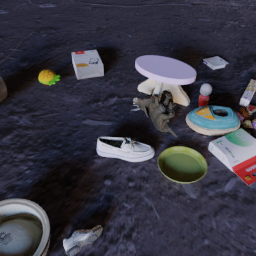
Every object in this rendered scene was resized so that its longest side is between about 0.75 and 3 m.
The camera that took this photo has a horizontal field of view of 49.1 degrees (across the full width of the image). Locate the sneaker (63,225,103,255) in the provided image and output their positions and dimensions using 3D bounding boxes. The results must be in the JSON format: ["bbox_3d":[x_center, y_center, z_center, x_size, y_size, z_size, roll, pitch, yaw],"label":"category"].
[{"bbox_3d":[-1.184,2.828,7.322,1.110,0.414,0.484,-22,40,-25],"label":"sneaker"}]

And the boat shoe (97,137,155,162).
[{"bbox_3d":[-0.087,0.678,9.616,2.028,0.677,0.746,0,40,1],"label":"boat shoe"}]

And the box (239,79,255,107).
[{"bbox_3d":[5.436,-1.589,12.530,0.382,0.357,1.844,22,45,24],"label":"box"}]

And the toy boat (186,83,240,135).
[{"bbox_3d":[3.196,-0.731,10.948,1.995,1.103,2.373,-2,41,-1],"label":"toy boat"}]

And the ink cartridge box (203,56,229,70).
[{"bbox_3d":[4.652,-3.458,14.855,0.968,0.196,0.966,-15,43,-17],"label":"ink cartridge box"}]

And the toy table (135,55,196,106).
[{"bbox_3d":[1.542,-1.989,12.092,2.639,1.546,2.426,31,48,31],"label":"toy table"}]

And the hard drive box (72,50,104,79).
[{"bbox_3d":[-2.072,-3.256,14.261,1.345,0.663,1.726,-11,41,-13],"label":"hard drive box"}]

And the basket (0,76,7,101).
[{"bbox_3d":[-6.291,-1.407,11.407,2.023,1.526,2.244,54,47,-2],"label":"basket"}]

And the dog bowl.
[{"bbox_3d":[-2.959,2.882,6.931,2.198,0.810,2.198,0,41,0],"label":"dog bowl"}]

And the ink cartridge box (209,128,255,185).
[{"bbox_3d":[3.957,0.909,9.548,1.510,0.470,1.877,-20,43,-21],"label":"ink cartridge box"}]

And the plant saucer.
[{"bbox_3d":[1.787,1.248,9.284,1.617,0.251,1.617,-1,40,0],"label":"plant saucer"}]

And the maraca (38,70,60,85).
[{"bbox_3d":[-3.727,-2.371,13.234,1.200,0.642,0.823,27,66,31],"label":"maraca"}]

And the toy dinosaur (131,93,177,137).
[{"bbox_3d":[1.269,-0.500,10.743,0.969,1.287,2.517,-16,56,-35],"label":"toy dinosaur"}]

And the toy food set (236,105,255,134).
[{"bbox_3d":[4.873,-0.487,11.287,1.171,0.290,1.842,27,47,28],"label":"toy food set"}]
